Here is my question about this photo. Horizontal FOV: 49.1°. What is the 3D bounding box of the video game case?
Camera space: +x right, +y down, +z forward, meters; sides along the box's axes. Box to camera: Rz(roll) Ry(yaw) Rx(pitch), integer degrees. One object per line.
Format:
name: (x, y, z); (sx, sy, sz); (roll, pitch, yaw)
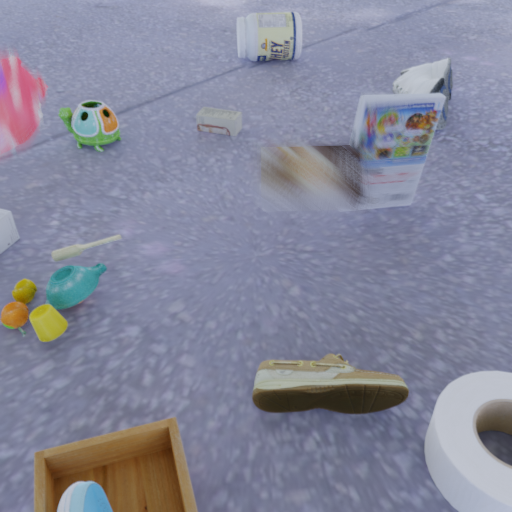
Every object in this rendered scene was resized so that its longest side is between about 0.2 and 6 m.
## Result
video game case: (2.407, -1.847, 10.234); (1.613, 2.252, 0.203); (-6, 40, -17)

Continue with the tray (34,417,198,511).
tray: (-1.239, 3.232, 5.403); (1.610, 0.605, 3.265); (-11, 41, -14)

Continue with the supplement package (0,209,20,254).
supplement package: (-4.805, -0.324, 9.831); (0.620, 0.618, 1.057); (13, 40, 16)

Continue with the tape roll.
tape roll: (2.980, 2.262, 6.558); (1.878, 0.657, 1.878); (0, 38, 0)

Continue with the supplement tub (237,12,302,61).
supplement tub: (0.388, -6.761, 17.293); (1.909, 1.384, 1.384); (-4, 39, -4)

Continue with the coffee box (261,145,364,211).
coffee box: (0.897, -1.276, 9.220); (1.626, 0.648, 0.930); (-2, 71, 1)

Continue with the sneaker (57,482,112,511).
sneaker: (-1.060, 2.784, 5.216); (1.297, 0.790, 1.986); (-37, 53, 5)

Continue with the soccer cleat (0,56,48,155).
soccer cleat: (-4.113, -2.541, 9.321); (1.037, 0.905, 2.713); (-41, 38, 8)

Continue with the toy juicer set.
toy juicer set: (-3.128, 0.500, 8.948); (1.372, 0.587, 2.156); (-3, 38, 27)

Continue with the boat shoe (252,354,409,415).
boat shoe: (0.953, 1.612, 7.306); (1.995, 0.738, 0.662); (1, 44, 1)

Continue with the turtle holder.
turtle holder: (-3.840, -3.128, 13.082); (1.028, 0.961, 1.353); (-30, 48, -31)

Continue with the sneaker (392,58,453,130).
sneaker: (4.173, -4.048, 14.299); (1.478, 1.265, 3.395); (1, 31, 23)

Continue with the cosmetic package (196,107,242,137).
cosmetic package: (-0.895, -3.285, 13.696); (1.020, 0.445, 0.527); (12, 40, 16)
